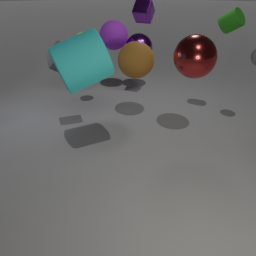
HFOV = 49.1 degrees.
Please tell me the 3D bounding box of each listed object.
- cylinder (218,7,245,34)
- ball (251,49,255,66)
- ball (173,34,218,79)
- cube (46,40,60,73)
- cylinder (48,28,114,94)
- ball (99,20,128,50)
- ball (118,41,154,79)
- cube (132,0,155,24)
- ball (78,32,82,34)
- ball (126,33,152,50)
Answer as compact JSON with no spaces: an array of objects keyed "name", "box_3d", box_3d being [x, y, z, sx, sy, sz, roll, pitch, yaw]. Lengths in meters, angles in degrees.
[{"name":"cylinder","box_3d":[3.748,-3.879,10.128,0.700,0.700,0.700,-29,8,-42]},{"name":"ball","box_3d":[4.782,-2.558,10.045,0.700,0.700,0.700,0,28,0]},{"name":"ball","box_3d":[2.188,-2.320,9.127,1.400,1.400,1.400,0,28,0]},{"name":"cube","box_3d":[-2.195,-2.312,9.296,0.700,0.700,0.700,17,44,-47]},{"name":"cylinder","box_3d":[-1.304,-1.877,7.909,1.400,1.400,1.400,-27,33,-6]},{"name":"ball","box_3d":[-0.704,-4.560,13.785,1.400,1.400,1.400,0,28,0]},{"name":"ball","box_3d":[0.303,-2.613,10.768,1.400,1.400,1.400,0,28,0]},{"name":"cube","box_3d":[0.655,-4.887,11.722,0.700,0.700,0.700,13,-12,21]},{"name":"ball","box_3d":[-1.824,-3.546,11.409,0.700,0.700,0.700,0,28,0]},{"name":"ball","box_3d":[0.550,-4.111,14.321,1.400,1.400,1.400,0,28,0]}]
